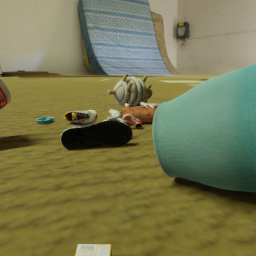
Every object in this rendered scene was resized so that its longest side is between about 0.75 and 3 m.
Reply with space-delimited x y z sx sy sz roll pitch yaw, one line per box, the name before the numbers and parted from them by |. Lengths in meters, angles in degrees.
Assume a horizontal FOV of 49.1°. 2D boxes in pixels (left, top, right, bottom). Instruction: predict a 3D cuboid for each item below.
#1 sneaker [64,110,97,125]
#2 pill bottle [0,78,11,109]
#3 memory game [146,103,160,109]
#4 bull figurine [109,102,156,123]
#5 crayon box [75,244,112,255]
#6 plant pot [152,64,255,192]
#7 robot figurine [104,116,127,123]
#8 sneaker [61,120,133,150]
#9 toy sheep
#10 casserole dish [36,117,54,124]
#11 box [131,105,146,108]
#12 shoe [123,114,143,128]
sneaker | -2.045 -0.451 12.053 1.609 0.626 0.661 -3 -2 24
pill bottle | -5.344 -0.673 8.996 1.538 1.538 2.779 12 47 39
memory game | 1.218 -1.297 16.602 1.918 0.122 1.918 0 13 0
bull figurine | 0.250 -0.647 12.472 2.254 0.734 1.368 2 26 -9
crayon box | -0.480 1.844 3.662 0.483 0.198 0.768 0 13 1
plant pot | 2.031 0.137 6.141 2.548 2.712 2.712 -10 7 30
robot figurine | -0.529 -0.035 10.006 1.017 0.862 0.574 -9 37 -12
sneaker | -1.043 0.137 9.339 2.333 0.884 1.022 -3 9 -11
toy sheep | 0.148 -1.987 15.476 2.810 1.938 1.938 3 11 -29
casserole dish | -3.727 -0.342 12.603 0.557 0.178 0.919 4 15 17
box | 0.668 -0.981 14.798 0.849 0.365 0.695 -10 18 -37
shoe | 0.208 -0.264 11.376 0.872 0.312 0.397 22 21 -34
